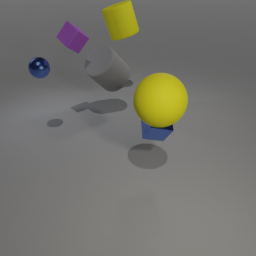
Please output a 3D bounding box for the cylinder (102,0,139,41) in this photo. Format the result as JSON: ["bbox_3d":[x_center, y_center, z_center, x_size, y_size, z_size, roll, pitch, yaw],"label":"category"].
[{"bbox_3d":[-0.336,-5.021,13.089,1.400,1.400,1.400,-15,30,9],"label":"cylinder"}]

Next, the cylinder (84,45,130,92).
[{"bbox_3d":[-0.833,-2.403,11.468,1.400,1.400,1.400,23,-7,35],"label":"cylinder"}]

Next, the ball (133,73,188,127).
[{"bbox_3d":[0.833,-0.718,7.264,1.400,1.400,1.400,0,29,0],"label":"ball"}]

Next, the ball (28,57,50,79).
[{"bbox_3d":[-2.931,-1.988,9.263,0.700,0.700,0.700,0,29,0],"label":"ball"}]

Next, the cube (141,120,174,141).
[{"bbox_3d":[0.838,-0.101,8.193,0.700,0.700,0.700,7,59,-17],"label":"cube"}]

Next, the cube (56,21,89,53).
[{"bbox_3d":[-1.970,-3.237,10.014,0.700,0.700,0.700,45,15,23],"label":"cube"}]
